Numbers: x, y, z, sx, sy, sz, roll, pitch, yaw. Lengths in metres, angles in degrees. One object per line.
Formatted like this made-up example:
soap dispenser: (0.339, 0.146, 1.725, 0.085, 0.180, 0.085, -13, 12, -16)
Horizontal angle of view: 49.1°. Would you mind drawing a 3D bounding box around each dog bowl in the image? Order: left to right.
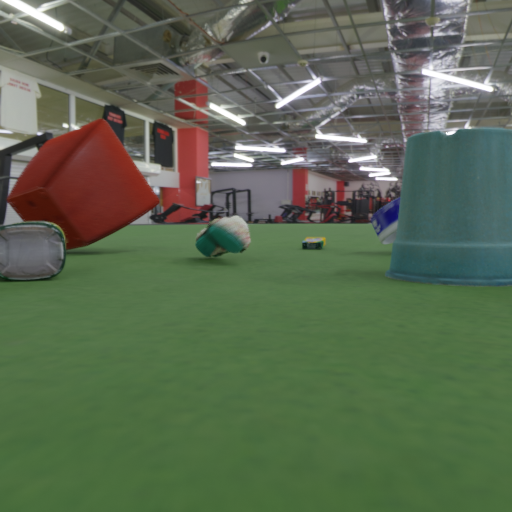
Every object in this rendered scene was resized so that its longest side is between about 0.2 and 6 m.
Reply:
dog bowl: (3.176, -0.821, 11.779, 1.455, 0.573, 1.455, -22, -15, -6)

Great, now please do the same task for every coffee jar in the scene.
coffee jar: (-3.093, -0.101, 7.722, 0.906, 0.742, 1.738, -2, 5, -18)

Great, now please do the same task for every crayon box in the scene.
crayon box: (1.415, -0.315, 13.628, 0.466, 0.191, 0.741, 2, 12, 16)

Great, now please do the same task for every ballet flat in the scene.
ballet flat: (-0.539, -0.411, 10.000, 0.651, 0.770, 2.037, -44, 15, -21)

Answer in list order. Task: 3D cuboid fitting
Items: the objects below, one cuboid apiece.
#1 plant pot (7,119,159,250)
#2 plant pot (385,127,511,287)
plant pot: (-3.849, -1.269, 11.966, 2.192, 2.194, 1.933, -7, 36, 39)
plant pot: (2.695, -0.642, 7.391, 1.929, 1.889, 1.929, -1, 4, 0)
